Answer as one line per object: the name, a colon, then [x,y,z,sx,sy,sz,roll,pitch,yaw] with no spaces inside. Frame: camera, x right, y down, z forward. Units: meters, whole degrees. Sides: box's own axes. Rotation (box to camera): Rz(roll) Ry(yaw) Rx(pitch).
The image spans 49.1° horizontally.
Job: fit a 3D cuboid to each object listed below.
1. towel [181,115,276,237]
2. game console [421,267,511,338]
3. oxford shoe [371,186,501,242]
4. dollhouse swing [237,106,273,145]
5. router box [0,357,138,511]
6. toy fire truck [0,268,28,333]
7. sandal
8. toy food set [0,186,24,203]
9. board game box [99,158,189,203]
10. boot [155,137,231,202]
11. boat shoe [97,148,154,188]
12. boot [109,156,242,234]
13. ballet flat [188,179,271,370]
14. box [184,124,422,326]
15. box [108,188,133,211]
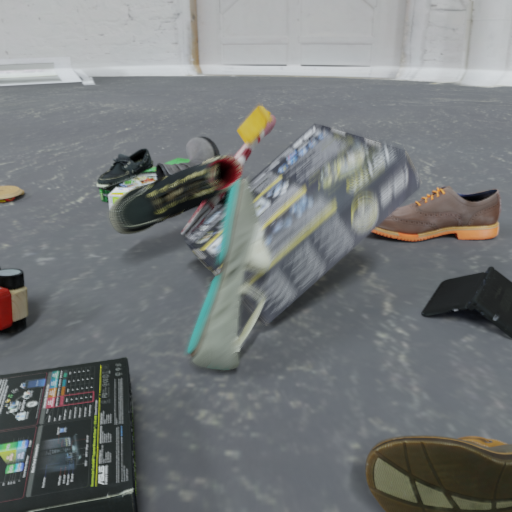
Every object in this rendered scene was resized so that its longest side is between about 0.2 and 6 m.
towel: [-0.586,-1.663,12.010,0.304,1.926,2.674,36,63,-9]
game console: [3.676,0.841,9.281,1.300,0.860,1.478,41,37,11]
oxford shoe: [3.752,-1.002,12.169,3.075,1.121,1.096,-2,24,-5]
dollhouse swing: [0.074,-2.466,10.807,0.573,0.652,0.593,11,41,-52]
router box: [-2.146,2.055,5.873,1.699,0.704,2.268,-5,24,-12]
toy fire truck: [-4.593,0.907,8.177,1.707,1.248,1.939,11,16,21]
sandal: [2.268,2.123,5.507,2.459,1.005,0.671,-3,8,-3]
toy food set: [-6.605,-1.596,14.573,0.995,0.245,1.006,-5,25,-12]
board game box: [-2.372,-2.039,15.397,1.884,0.422,3.597,10,26,26]
boot: [-1.783,-2.300,14.449,1.771,0.939,2.690,-5,38,-28]
boat shoe: [-3.738,-2.566,16.063,0.886,0.787,2.372,13,27,26]
boot: [-1.438,-1.157,10.146,1.662,0.794,2.201,-16,12,48]
ballet flat: [-0.238,0.272,7.702,0.830,2.607,0.879,15,-6,-7]
box: [0.628,-0.732,9.497,3.379,0.830,2.724,-42,31,-7]
box: [-2.807,-1.205,13.201,1.169,0.657,0.592,3,25,5]
